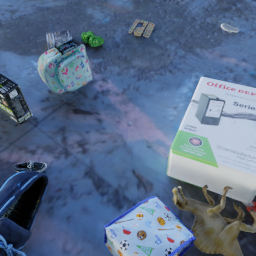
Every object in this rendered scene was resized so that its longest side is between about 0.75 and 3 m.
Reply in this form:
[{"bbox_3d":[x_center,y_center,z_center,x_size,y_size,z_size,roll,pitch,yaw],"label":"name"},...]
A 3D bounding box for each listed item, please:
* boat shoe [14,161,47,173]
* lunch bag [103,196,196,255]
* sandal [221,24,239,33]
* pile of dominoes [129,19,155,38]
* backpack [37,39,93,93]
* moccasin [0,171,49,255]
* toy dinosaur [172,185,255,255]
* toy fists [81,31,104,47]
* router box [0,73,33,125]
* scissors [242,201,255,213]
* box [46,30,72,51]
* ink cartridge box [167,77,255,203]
[{"bbox_3d":[-2.608,1.020,7.497,0.812,0.277,0.300,-2,51,-2],"label":"boat shoe"},{"bbox_3d":[0.474,2.337,5.956,1.584,0.981,1.347,-28,55,-31],"label":"lunch bag"},{"bbox_3d":[4.251,-4.139,11.755,0.784,0.193,0.319,17,67,-3],"label":"sandal"},{"bbox_3d":[0.606,-4.285,11.859,0.912,0.186,1.170,15,53,12],"label":"pile of dominoes"},{"bbox_3d":[-2.037,-1.922,9.151,1.633,1.449,1.229,-28,51,-16],"label":"backpack"},{"bbox_3d":[-2.599,2.110,5.881,1.021,1.205,2.994,-15,46,29],"label":"moccasin"},{"bbox_3d":[2.170,2.308,6.263,1.445,0.832,2.858,-37,76,-12],"label":"toy dinosaur"},{"bbox_3d":[-1.450,-3.556,11.172,0.999,0.344,0.509,36,60,24],"label":"toy fists"},{"bbox_3d":[-3.795,-1.016,8.441,1.724,1.292,0.536,30,60,24],"label":"router box"},{"bbox_3d":[2.932,1.898,6.860,2.327,0.162,0.851,32,58,23],"label":"scissors"},{"bbox_3d":[-2.674,-3.370,11.040,0.973,0.297,1.229,-12,52,-10],"label":"box"},{"bbox_3d":[2.548,0.145,7.508,2.158,1.246,2.967,17,52,17],"label":"ink cartridge box"}]
